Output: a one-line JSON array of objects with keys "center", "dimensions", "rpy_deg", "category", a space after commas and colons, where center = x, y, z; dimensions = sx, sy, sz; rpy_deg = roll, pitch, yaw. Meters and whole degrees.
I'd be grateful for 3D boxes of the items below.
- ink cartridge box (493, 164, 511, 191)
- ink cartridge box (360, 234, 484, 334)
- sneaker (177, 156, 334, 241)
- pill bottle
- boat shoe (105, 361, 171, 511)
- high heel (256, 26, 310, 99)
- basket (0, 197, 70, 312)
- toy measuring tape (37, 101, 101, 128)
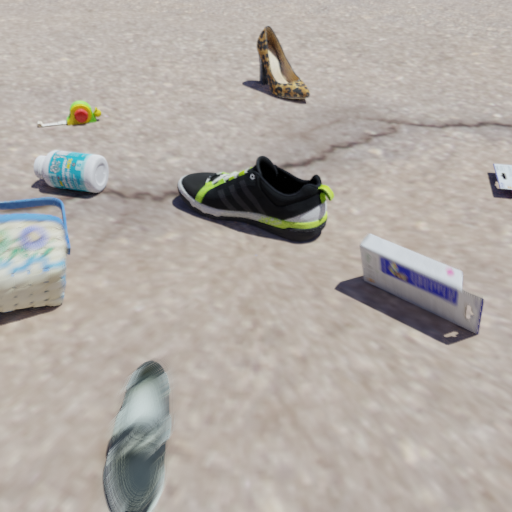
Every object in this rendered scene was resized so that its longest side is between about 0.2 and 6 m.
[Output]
[{"center": [4.845, -1.323, 10.105], "dimensions": [1.025, 0.222, 1.006], "rpy_deg": [6, 36, 12], "category": "ink cartridge box"}, {"center": [2.149, 0.348, 7.261], "dimensions": [1.704, 0.807, 0.316], "rpy_deg": [29, 64, 33], "category": "ink cartridge box"}, {"center": [-0.023, -1.168, 9.085], "dimensions": [2.768, 1.146, 0.993], "rpy_deg": [16, 39, 21], "category": "sneaker"}, {"center": [-3.313, -1.518, 9.991], "dimensions": [1.209, 0.670, 0.670], "rpy_deg": [8, 37, 12], "category": "pill bottle"}, {"center": [-1.146, 1.747, 5.531], "dimensions": [0.593, 0.473, 1.569], "rpy_deg": [6, 39, -16], "category": "boat shoe"}, {"center": [0.661, -4.719, 13.734], "dimensions": [0.727, 1.451, 2.036], "rpy_deg": [-22, 41, -27], "category": "high heel"}, {"center": [-3.231, -0.139, 7.525], "dimensions": [1.520, 1.199, 1.724], "rpy_deg": [-10, 48, -27], "category": "basket"}, {"center": [-4.158, -3.156, 12.411], "dimensions": [1.401, 0.515, 0.515], "rpy_deg": [-9, 37, -12], "category": "toy measuring tape"}]
